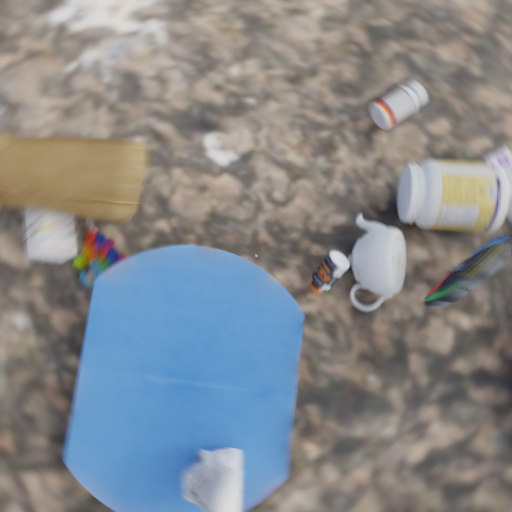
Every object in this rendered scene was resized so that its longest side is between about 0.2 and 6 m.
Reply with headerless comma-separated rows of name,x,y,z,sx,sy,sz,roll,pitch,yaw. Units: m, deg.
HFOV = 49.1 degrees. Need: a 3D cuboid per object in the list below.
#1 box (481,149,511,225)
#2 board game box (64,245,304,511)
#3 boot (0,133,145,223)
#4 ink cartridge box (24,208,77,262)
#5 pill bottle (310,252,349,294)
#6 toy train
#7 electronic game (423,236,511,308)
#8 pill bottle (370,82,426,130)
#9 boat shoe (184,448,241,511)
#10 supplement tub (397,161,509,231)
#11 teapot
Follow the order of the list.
box,5.696,-0.774,11.584,0.627,0.586,3.027,-27,78,-6
board game box,-1.261,2.361,10.675,3.971,0.979,5.026,7,82,-3
boot,-4.127,-0.988,10.826,3.502,3.067,1.158,5,40,-22
ink cartridge box,-4.161,-0.539,11.345,0.491,0.847,1.170,-19,74,31
pill bottle,1.408,0.359,11.008,0.462,0.871,0.462,23,36,-17
toy train,-3.420,-0.107,11.484,0.890,0.651,1.538,-47,57,8
electronic game,3.900,0.302,10.398,1.943,1.943,0.404,-40,83,-9
pill bottle,3.098,-3.287,12.199,1.117,0.612,0.612,-34,78,-8
boat shoe,-0.693,3.556,8.739,0.880,2.568,0.925,4,92,-1
supplement tub,3.915,-1.210,11.297,1.863,1.354,1.354,4,76,1
teapot,2.330,0.130,11.109,1.037,1.401,1.419,0,39,28
